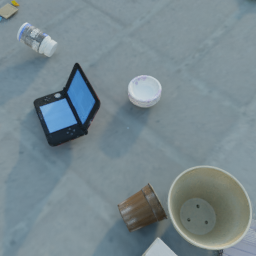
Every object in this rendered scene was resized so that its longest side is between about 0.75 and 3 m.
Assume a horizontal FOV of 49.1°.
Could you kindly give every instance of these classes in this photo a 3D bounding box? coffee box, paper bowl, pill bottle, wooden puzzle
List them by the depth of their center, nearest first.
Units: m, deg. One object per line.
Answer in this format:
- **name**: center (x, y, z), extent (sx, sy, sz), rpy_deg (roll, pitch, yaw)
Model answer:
- **coffee box**: center (0.441, 2.777, 5.348), extent (0.659, 1.652, 0.945), rpy_deg (40, 68, 19)
- **paper bowl**: center (0.474, -1.015, 8.096), extent (0.949, 0.493, 0.949), rpy_deg (0, 61, 0)
- **pill bottle**: center (-2.840, -2.752, 8.826), extent (1.101, 0.626, 0.626), rpy_deg (30, 64, -8)
- **wooden puzzle**: center (-4.329, -4.201, 10.076), extent (0.702, 0.122, 1.040), rpy_deg (37, 67, 23)

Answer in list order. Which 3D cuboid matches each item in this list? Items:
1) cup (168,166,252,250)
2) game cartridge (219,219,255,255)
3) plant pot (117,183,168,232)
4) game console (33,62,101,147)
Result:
- **cup**: center (1.647, 1.819, 6.137), extent (1.673, 1.197, 1.673), rpy_deg (0, 61, 1)
- **game cartridge**: center (2.972, 2.671, 6.196), extent (1.742, 0.334, 1.129), rpy_deg (16, 58, 9)
- **plant pot**: center (0.295, 1.853, 6.366), extent (0.894, 0.903, 0.903), rpy_deg (-27, 64, -4)
- **game console**: center (-1.698, -0.659, 7.465), extent (1.541, 1.061, 1.788), rpy_deg (-21, 56, -15)
